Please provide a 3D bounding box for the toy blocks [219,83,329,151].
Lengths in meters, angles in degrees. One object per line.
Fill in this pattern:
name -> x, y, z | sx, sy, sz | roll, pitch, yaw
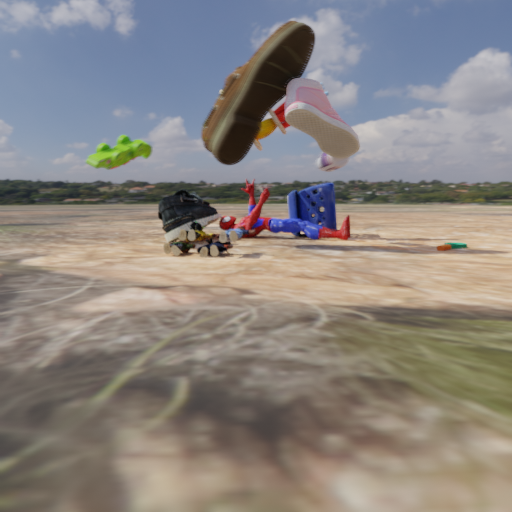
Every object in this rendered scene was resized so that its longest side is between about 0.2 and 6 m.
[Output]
toy blocks -> 0.472, -3.845, 13.461 | 2.136, 1.781, 0.776 | -33, 16, 11

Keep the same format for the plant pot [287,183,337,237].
plant pot -> 1.471, -1.168, 14.654 | 1.230, 1.368, 1.368 | -5, 7, 8

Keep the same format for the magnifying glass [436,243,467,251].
magnifying glass -> 3.934, -0.194, 11.356 | 0.447, 0.126, 1.123 | 6, 9, 38

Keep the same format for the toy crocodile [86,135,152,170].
toy crocodile -> -2.854, -2.128, 11.785 | 0.569, 0.520, 1.686 | 24, 36, 19

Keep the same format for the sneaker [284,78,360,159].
sneaker -> 1.341, -2.826, 11.236 | 0.785, 1.090, 2.085 | -26, -35, 37

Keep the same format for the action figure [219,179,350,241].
action figure -> 0.632, -1.168, 13.834 | 3.271, 1.619, 1.067 | -1, 6, 14

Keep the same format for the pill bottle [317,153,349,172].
pill bottle -> 1.651, -2.104, 12.300 | 0.464, 0.464, 0.833 | -2, -1, -18

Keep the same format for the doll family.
doll family -> -0.860, -0.295, 10.289 | 1.676, 0.657, 0.969 | 7, 4, 12

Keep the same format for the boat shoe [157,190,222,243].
boat shoe -> -1.705, -1.080, 13.596 | 1.222, 1.084, 3.270 | -26, 5, 13

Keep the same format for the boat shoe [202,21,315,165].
boat shoe -> -0.137, -3.402, 11.249 | 1.134, 3.153, 1.072 | 18, 27, -48
